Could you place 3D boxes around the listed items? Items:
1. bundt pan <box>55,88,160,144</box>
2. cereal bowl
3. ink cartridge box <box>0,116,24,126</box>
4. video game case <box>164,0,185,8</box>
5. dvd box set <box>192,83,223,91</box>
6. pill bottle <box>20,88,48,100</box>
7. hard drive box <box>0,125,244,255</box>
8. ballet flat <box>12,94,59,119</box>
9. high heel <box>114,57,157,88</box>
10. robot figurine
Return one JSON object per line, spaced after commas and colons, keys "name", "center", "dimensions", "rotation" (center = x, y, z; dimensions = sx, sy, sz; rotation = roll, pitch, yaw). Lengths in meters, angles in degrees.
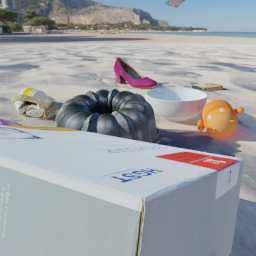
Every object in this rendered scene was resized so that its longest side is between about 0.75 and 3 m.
{"name": "bundt pan", "center": [-0.508, -0.194, 6.324], "dimensions": [2.470, 0.927, 2.470], "rotation": [-3, 28, 1]}
{"name": "cereal bowl", "center": [1.421, -0.688, 8.425], "dimensions": [1.808, 0.753, 1.808], "rotation": [0, 21, 0]}
{"name": "ink cartridge box", "center": [-3.131, 0.049, 4.787], "dimensions": [2.398, 1.017, 1.746], "rotation": [20, 0, 22]}
{"name": "video game case", "center": [1.580, -3.889, 8.144], "dimensions": [0.662, 0.082, 0.925], "rotation": [-11, -17, -47]}
{"name": "dvd box set", "center": [3.505, -1.822, 12.402], "dimensions": [1.098, 0.161, 0.803], "rotation": [-8, 20, -21]}
{"name": "pill bottle", "center": [-3.312, -1.079, 9.734], "dimensions": [0.603, 0.603, 1.070], "rotation": [-18, 26, -41]}
{"name": "hard drive box", "center": [-0.603, 0.686, 2.938], "dimensions": [2.967, 1.139, 2.312], "rotation": [9, 4, 31]}
{"name": "ballet flat", "center": [-3.007, -0.641, 8.567], "dimensions": [1.883, 0.664, 0.615], "rotation": [6, 36, 27]}
{"name": "high heel", "center": [0.287, -2.530, 12.804], "dimensions": [2.521, 1.212, 0.850], "rotation": [15, 25, 36]}
{"name": "robot figurine", "center": [2.360, -0.268, 7.193], "dimensions": [1.011, 0.820, 1.406], "rotation": [11, 22, 6]}
